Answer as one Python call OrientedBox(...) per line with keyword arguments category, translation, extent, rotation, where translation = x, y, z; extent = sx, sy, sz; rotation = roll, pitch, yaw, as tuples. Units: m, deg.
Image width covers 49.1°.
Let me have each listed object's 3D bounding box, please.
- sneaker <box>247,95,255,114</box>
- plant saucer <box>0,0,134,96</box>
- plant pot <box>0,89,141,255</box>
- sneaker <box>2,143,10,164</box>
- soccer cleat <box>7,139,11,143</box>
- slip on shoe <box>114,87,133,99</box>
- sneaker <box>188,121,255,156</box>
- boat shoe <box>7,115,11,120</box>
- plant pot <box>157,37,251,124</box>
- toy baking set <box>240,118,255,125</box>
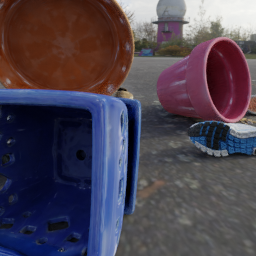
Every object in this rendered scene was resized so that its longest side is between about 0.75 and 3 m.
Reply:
OrientedBox(category="sneaker", translation=(5.753, -1.024, 11.865), extent=(2.422, 0.864, 0.968), rotation=(-2, 9, -14))
OrientedBox(category="plant saucer", translation=(-1.321, -1.595, 5.671), extent=(2.878, 2.878, 0.465), rotation=(-3, 42, -10))
OrientedBox(category="plant pot", translation=(-1.049, 0.555, 4.416), extent=(2.393, 2.392, 2.151), rotation=(6, 11, 18))
OrientedBox(category="sneaker", translation=(-2.746, 0.770, 6.415), extent=(1.718, 0.657, 0.984), rotation=(8, 21, 32))
OrientedBox(category="soccer cleat", translation=(-3.650, 0.119, 8.311), extent=(2.025, 0.707, 0.874), rotation=(3, 18, 9))
OrientedBox(category="slip on shoe", translation=(-0.257, -1.655, 13.821), extent=(0.919, 0.733, 2.419), rotation=(2, 18, 8))
OrientedBox(category="sneaker", translation=(2.763, 0.252, 7.779), extent=(2.447, 0.917, 1.060), rotation=(7, 11, -9))
OrientedBox(category="boat shoe", translation=(-3.686, -0.424, 9.784), extent=(0.766, 0.850, 2.405), rotation=(-13, 20, -32))
OrientedBox(category="plant pot", translation=(2.672, -1.593, 10.613), extent=(2.988, 2.988, 2.674), rotation=(-15, 7, -39))
OrientedBox(category="toy baking set", translation=(4.502, -0.259, 10.523), extent=(0.707, 0.082, 0.543), rotation=(-13, 22, -34))
